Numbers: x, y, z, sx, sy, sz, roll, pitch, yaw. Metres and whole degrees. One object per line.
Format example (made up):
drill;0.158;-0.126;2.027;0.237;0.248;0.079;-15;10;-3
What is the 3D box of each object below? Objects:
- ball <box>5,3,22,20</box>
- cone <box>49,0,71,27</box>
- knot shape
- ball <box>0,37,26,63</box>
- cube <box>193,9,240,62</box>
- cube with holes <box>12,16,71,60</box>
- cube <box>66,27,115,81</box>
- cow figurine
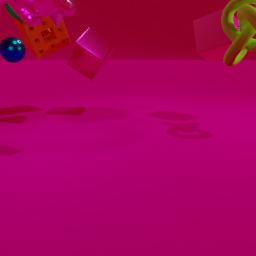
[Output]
ball;-3.579;-4.063;9.250;0.912;0.912;0.912;0;15;0
cone;-2.199;-3.557;8.477;1.192;1.196;1.192;-10;-16;-3
knot shape;3.252;-2.629;7.890;0.958;1.940;2.073;2;46;-3
ball;-3.711;-2.507;9.003;0.822;0.822;0.822;0;15;0
cube;3.091;-3.127;9.605;1.204;1.204;1.204;-11;-10;36
cube with holes;-3.255;-3.737;10.478;1.399;1.399;1.399;-32;53;-17
cube;-1.432;-2.832;10.773;1.215;1.215;1.215;33;50;-8
cow figurine;-2.062;-2.660;5.494;1.681;0.923;1.654;-29;55;-31
